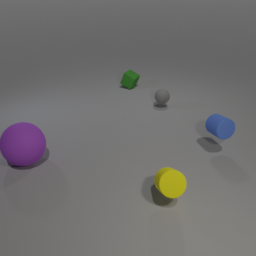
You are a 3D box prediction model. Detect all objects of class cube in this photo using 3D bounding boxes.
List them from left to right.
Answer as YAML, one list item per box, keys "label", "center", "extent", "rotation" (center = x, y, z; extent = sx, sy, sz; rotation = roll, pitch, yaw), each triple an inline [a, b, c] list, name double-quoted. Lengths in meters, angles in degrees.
- label: "cube"
  center: [0.117, -2.644, 15.230]
  extent: [0.700, 0.700, 0.700]
  rotation: [33, 37, 10]

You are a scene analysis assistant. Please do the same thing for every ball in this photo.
- label: "ball"
  center: [-3.349, 0.512, 8.962]
  extent: [1.400, 1.400, 1.400]
  rotation: [0, 29, 0]
- label: "ball"
  center: [1.583, -1.463, 12.938]
  extent: [0.700, 0.700, 0.700]
  rotation: [0, 29, 0]

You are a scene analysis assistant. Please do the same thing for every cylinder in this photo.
- label: "cylinder"
  center: [1.079, 1.399, 7.243]
  extent: [0.700, 0.700, 0.700]
  rotation: [-3, -2, -5]
- label: "cylinder"
  center: [3.058, -0.054, 9.308]
  extent: [0.700, 0.700, 0.700]
  rotation: [-8, 21, -15]
